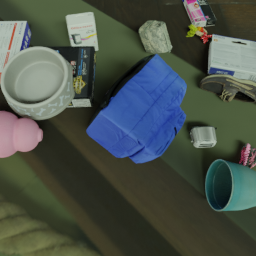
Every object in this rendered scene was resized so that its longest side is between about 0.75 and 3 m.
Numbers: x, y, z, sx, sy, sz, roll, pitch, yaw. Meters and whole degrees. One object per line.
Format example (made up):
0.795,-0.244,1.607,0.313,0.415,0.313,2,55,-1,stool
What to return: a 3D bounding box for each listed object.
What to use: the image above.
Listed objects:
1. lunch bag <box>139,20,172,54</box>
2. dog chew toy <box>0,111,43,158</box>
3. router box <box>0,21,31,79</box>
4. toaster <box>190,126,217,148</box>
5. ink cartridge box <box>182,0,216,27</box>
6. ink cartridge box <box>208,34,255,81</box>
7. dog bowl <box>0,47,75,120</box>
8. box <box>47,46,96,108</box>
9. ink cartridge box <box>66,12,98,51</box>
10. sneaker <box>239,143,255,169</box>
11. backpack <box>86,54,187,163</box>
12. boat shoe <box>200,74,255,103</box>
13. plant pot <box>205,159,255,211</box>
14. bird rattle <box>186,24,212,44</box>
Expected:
1.143,-3.526,10.926,1.011,1.205,0.840,22,58,43,lunch bag
-4.156,0.197,8.882,2.769,1.724,1.724,2,60,-9,dog chew toy
-5.401,-3.056,11.195,2.516,0.685,2.803,0,61,0,router box
2.567,0.301,9.401,0.952,0.541,0.615,-2,64,-4,toaster
3.200,-5.426,12.752,0.982,0.385,2.074,-9,59,-5,ink cartridge box
4.356,-2.747,11.056,2.314,0.471,2.318,13,49,7,ink cartridge box
-3.104,-1.624,9.634,2.617,0.767,2.617,-1,72,4,dog bowl
-2.571,-1.975,10.637,2.590,0.648,2.609,0,60,-1,box
-1.799,-3.731,11.130,1.085,1.470,0.629,-12,61,-6,ink cartridge box
3.925,1.105,9.025,0.589,0.488,1.235,25,64,1,sneaker
0.473,-0.572,8.900,2.511,2.432,2.993,40,64,-10,backpack
3.718,-1.392,10.208,2.158,0.804,0.791,8,61,6,boat shoe
3.232,1.711,8.173,1.376,1.465,1.465,8,60,-12,plant pot
3.071,-4.107,11.909,1.071,0.603,0.873,16,46,5,bird rattle
